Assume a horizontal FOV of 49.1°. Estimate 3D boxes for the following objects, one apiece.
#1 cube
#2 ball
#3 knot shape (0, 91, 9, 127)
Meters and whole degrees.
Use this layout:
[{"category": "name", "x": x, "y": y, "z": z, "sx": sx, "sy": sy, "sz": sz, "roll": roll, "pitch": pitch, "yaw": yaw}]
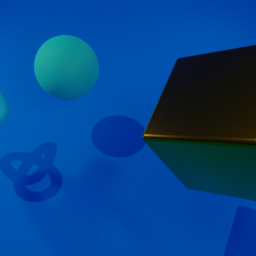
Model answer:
[{"category": "cube", "x": 1.155, "y": -0.026, "z": 3.236, "sx": 1.247, "sy": 1.247, "sz": 1.247, "roll": 1, "pitch": 55, "yaw": 42}, {"category": "ball", "x": -1.280, "y": -1.258, "z": 5.904, "sx": 1.325, "sy": 1.325, "sz": 1.325, "roll": 0, "pitch": 55, "yaw": 0}, {"category": "knot shape", "x": -3.144, "y": -0.301, "z": 5.632, "sx": 1.611, "sy": 0.744, "sz": 1.507, "roll": 31, "pitch": 48, "yaw": 20}]
